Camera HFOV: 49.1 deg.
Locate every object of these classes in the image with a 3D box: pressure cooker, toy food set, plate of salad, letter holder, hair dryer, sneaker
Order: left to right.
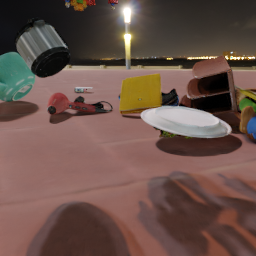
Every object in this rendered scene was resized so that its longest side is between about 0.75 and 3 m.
[{"bbox_3d":[-1.984,-1.862,6.375,1.006,1.144,1.022,-38,-10,13],"label":"pressure cooker"},{"bbox_3d":[-2.127,-0.991,11.095,2.132,0.760,2.799,12,20,35],"label":"hair dryer"},{"bbox_3d":[0.862,-1.338,11.800,2.562,1.061,0.908,3,13,16],"label":"sneaker"},{"bbox_3d":[1.595,-0.096,7.918,2.518,0.605,2.518,6,20,-2],"label":"plate of salad"},{"bbox_3d":[2.831,-1.591,10.647,2.072,1.466,2.915,-10,20,18],"label":"letter holder"},{"bbox_3d":[4.298,-0.493,9.154,1.739,0.966,2.956,24,17,-2],"label":"toy food set"}]

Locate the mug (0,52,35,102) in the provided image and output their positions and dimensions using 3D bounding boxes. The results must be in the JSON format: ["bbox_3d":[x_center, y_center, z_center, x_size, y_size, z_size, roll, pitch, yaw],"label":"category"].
[{"bbox_3d":[-5.713,-2.191,13.356,2.632,1.628,2.163,-43,1,-40],"label":"mug"}]

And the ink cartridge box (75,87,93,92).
[{"bbox_3d":[-2.755,-2.386,17.516,1.095,0.276,0.596,1,14,-2],"label":"ink cartridge box"}]

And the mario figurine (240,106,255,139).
[{"bbox_3d":[4.227,-0.204,6.603,2.711,1.437,1.673,9,24,41],"label":"mario figurine"}]

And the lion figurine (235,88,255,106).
[{"bbox_3d":[5.450,-1.369,12.456,2.987,1.082,1.829,9,-4,-28],"label":"lion figurine"}]

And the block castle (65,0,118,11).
[{"bbox_3d":[-1.344,-4.743,9.992,1.403,0.985,2.099,6,19,20],"label":"block castle"}]

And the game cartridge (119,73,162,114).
[{"bbox_3d":[0.508,-1.365,11.034,1.616,0.297,1.833,-6,49,13],"label":"game cartridge"}]
